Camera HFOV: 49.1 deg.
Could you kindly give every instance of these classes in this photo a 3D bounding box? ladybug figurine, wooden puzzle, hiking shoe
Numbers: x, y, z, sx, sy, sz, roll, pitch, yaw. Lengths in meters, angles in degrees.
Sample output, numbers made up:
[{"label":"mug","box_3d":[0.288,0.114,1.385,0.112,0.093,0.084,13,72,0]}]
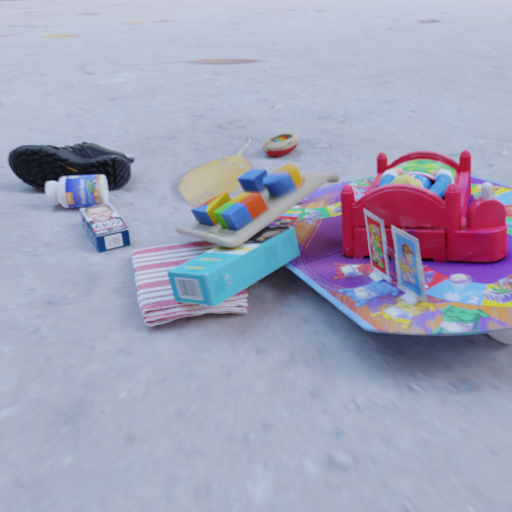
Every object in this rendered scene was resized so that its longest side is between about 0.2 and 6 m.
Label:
[{"label":"ladybug figurine","box_3d":[0.543,-2.457,12.505,0.993,0.357,0.674,-27,35,-32]},{"label":"wooden puzzle","box_3d":[-0.083,-0.849,8.226,2.049,0.474,1.898,-32,20,-20]},{"label":"hiking shoe","box_3d":[-3.613,-1.786,11.081,2.331,0.883,1.173,6,22,-7]}]

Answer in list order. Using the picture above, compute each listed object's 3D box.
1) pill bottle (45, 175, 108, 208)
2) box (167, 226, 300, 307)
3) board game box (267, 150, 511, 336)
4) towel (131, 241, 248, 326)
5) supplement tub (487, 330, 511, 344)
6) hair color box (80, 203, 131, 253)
[{"label":"pill bottle","box_3d":[-3.231,-1.157,10.121,1.016,0.569,0.569,-4,31,-6]},{"label":"box","box_3d":[-0.248,0.089,7.397,0.733,0.438,1.782,3,23,41]},{"label":"board game box","box_3d":[2.437,-0.865,8.196,4.481,1.104,5.671,-16,26,-18]},{"label":"towel","box_3d":[-0.995,0.320,7.936,1.423,0.291,1.945,-7,28,-14]},{"label":"supplement tub","box_3d":[3.384,0.562,7.032,1.122,0.741,0.741,-24,38,-33]},{"label":"hair color box","box_3d":[-2.492,-0.479,9.203,0.546,0.330,1.091,-15,34,-24]}]
